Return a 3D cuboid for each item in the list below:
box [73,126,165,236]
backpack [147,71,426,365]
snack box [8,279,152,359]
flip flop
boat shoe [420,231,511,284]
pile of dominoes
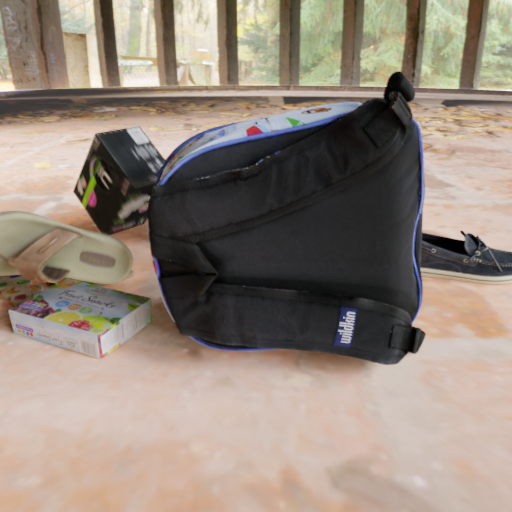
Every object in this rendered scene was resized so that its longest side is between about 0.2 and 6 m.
[{"bbox_3d":[-2.184,-1.199,9.089,0.882,1.419,1.054,-24,71,-44],"label":"box"},{"bbox_3d":[0.296,-0.406,7.716,3.514,3.689,2.842,-9,16,-11],"label":"backpack"},{"bbox_3d":[-2.569,0.881,8.298,1.687,0.447,1.199,10,24,24],"label":"snack box"},{"bbox_3d":[-2.365,0.021,6.547,1.989,0.807,0.573,13,18,-34],"label":"flip flop"},{"bbox_3d":[3.856,-0.017,10.126,2.517,0.783,0.939,6,21,10],"label":"boat shoe"},{"bbox_3d":[-3.912,0.084,10.314,2.169,0.443,2.783,-20,28,-40],"label":"pile of dominoes"}]
